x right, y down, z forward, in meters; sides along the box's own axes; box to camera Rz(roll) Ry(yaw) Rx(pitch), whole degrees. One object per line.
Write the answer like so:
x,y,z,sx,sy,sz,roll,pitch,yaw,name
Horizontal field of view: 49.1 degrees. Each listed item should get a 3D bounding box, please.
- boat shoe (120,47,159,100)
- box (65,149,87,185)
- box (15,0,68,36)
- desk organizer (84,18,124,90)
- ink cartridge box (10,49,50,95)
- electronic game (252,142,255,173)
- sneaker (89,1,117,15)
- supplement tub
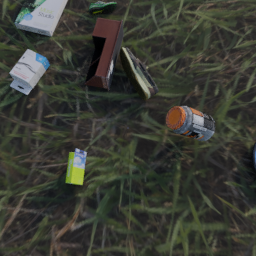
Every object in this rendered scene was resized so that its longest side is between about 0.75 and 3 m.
0.370,-1.902,9.542,0.668,0.727,2.034,-22,74,-17,boat shoe
-1.541,1.163,8.363,0.240,0.615,1.008,-2,73,25,box
-3.238,-4.474,10.600,1.394,0.351,1.932,15,70,5,box
-0.851,-2.593,9.687,0.904,0.842,2.348,11,71,6,desk organizer
-3.446,-1.929,9.640,0.797,0.459,1.377,26,73,9,ink cartridge box
4.898,1.028,8.597,2.149,0.447,2.149,0,70,0,electronic game
-0.949,-4.648,10.622,1.103,0.431,0.470,-9,70,-3,sneaker
1.845,-0.146,8.295,1.377,0.844,0.844,17,67,-32,supplement tub
